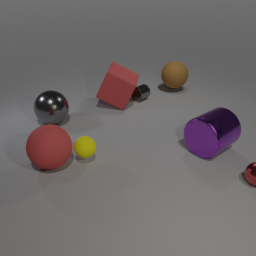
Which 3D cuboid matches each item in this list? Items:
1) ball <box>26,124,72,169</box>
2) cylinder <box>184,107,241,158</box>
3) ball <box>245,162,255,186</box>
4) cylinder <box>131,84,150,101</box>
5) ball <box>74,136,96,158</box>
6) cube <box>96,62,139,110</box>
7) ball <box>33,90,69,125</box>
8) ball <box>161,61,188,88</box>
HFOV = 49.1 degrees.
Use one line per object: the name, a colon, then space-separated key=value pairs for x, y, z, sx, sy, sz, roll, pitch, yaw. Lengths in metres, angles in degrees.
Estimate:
ball: x=-2.453 y=0.586 z=8.756 sx=1.400 sy=1.400 sz=1.400 roll=0 pitch=29 yaw=0
cylinder: x=2.876 y=0.142 z=9.578 sx=1.400 sy=1.400 sz=1.400 roll=-23 pitch=36 yaw=-35
ball: x=3.756 y=1.325 z=8.103 sx=0.700 sy=0.700 sz=0.700 roll=0 pitch=29 yaw=0
cylinder: x=0.625 y=-1.739 z=13.775 sx=0.700 sy=0.700 sz=0.700 roll=24 pitch=36 yaw=36
ball: x=-1.379 y=0.609 z=8.985 sx=0.700 sy=0.700 sz=0.700 roll=0 pitch=29 yaw=0
cube: x=-0.468 y=-1.951 z=12.909 sx=1.400 sy=1.400 sz=1.400 roll=25 pitch=31 yaw=-8
ball: x=-3.107 y=-0.826 z=11.386 sx=1.400 sy=1.400 sz=1.400 roll=0 pitch=29 yaw=0
ball: x=2.436 y=-2.785 z=14.606 sx=1.400 sy=1.400 sz=1.400 roll=0 pitch=29 yaw=0
